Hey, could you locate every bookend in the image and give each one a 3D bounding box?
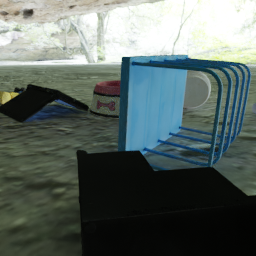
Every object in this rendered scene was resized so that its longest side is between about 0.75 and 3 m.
[{"bbox_3d":[0.300,0.879,3.371,1.779,0.825,1.790,-3,16,-12],"label":"bookend"}]

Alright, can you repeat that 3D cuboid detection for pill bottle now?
[{"bbox_3d":[2.389,-1.581,10.947,1.478,1.478,2.652,2,15,6],"label":"pill bottle"}]

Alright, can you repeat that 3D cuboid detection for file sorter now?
[{"bbox_3d":[1.332,-0.444,5.940,1.814,2.052,2.957,12,20,30],"label":"file sorter"}]

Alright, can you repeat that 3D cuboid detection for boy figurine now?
[{"bbox_3d":[-5.117,-1.412,12.127,1.076,0.557,1.730,5,14,8],"label":"boy figurine"}]

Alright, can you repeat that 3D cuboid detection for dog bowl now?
[{"bbox_3d":[-0.013,-1.146,10.263,2.786,1.027,2.786,0,16,0],"label":"dog bowl"}]

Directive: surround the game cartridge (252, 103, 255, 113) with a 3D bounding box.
[{"bbox_3d":[5.250,-0.523,9.248,1.429,0.434,2.144,-8,17,-15],"label":"game cartridge"}]

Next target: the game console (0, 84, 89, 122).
[{"bbox_3d":[-3.073,-0.707,10.155,2.502,1.456,2.201,18,-7,46],"label":"game console"}]
